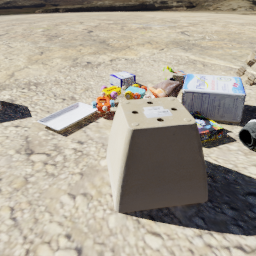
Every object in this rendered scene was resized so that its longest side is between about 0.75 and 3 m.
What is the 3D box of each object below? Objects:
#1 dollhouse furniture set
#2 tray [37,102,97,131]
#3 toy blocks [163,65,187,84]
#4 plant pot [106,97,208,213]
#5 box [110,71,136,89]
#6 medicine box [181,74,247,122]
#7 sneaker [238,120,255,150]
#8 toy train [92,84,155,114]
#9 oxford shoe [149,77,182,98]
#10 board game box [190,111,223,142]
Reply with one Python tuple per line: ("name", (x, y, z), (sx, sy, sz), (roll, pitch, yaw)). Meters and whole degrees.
("dollhouse furniture set", (7.356, -3.191, 15.045), (1.387, 1.959, 2.132), (-27, 67, -38))
("tray", (-2.413, -0.458, 11.648), (1.274, 0.263, 2.373), (18, 34, 32))
("toy blocks", (2.780, -2.890, 15.669), (1.211, 0.885, 1.772), (5, 26, -15))
("plant pot", (0.716, 0.498, 7.851), (2.526, 2.239, 2.529), (-5, 28, -8))
("box", (-0.285, -2.636, 15.301), (1.090, 0.572, 1.002), (-22, 35, -33))
("medicine box", (3.674, -1.391, 12.293), (2.473, 1.273, 2.252), (7, 29, 13))
("sneaker", (4.884, 0.459, 9.441), (1.216, 0.867, 2.452), (-23, 31, -33))
("toy train", (-0.290, -1.203, 12.607), (2.765, 0.769, 2.077), (-6, 36, -12))
("oxford shoe", (1.694, -1.589, 12.173), (1.090, 1.066, 2.991), (-40, 12, 5))
("board game box", (2.571, -0.053, 10.705), (1.332, 0.457, 1.612), (-11, 30, -22))
